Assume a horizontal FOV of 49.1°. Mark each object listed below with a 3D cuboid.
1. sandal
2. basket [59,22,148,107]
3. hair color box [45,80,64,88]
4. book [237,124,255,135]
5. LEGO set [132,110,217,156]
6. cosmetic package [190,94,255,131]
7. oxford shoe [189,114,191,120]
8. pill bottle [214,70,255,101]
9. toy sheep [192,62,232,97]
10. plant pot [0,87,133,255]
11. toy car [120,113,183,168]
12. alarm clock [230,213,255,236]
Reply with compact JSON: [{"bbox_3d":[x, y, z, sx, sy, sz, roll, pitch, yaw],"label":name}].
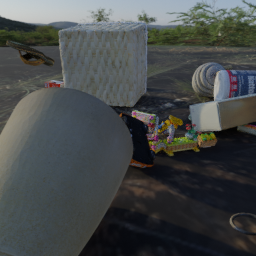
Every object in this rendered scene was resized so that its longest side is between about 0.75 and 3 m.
[{"bbox_3d":[-3.128,-2.292,9.174,0.831,0.559,2.069,23,2,15],"label":"sandal"},{"bbox_3d":[-0.835,-2.519,10.838,2.930,2.957,2.378,3,22,11],"label":"basket"},{"bbox_3d":[-3.477,-2.076,13.470,0.944,0.302,0.523,11,23,31],"label":"hair color box"},{"bbox_3d":[3.527,0.039,7.798,0.508,0.183,0.760,-15,26,-41],"label":"book"},{"bbox_3d":[0.908,0.030,6.713,2.433,0.905,1.119,5,20,15],"label":"LEGO set"},{"bbox_3d":[2.918,-0.463,7.940,2.113,0.751,1.112,-12,5,-27],"label":"cosmetic package"},{"bbox_3d":[2.129,-0.310,8.648,0.276,0.359,0.955,39,5,-13],"label":"oxford shoe"},{"bbox_3d":[4.353,-1.371,9.976,2.246,1.343,1.343,0,20,1],"label":"pill bottle"},{"bbox_3d":[3.421,-1.989,11.462,1.548,1.548,2.245,-2,-10,-5],"label":"toy sheep"},{"bbox_3d":[-1.042,0.825,3.539,1.923,1.923,2.053,4,38,10],"label":"plant pot"},{"bbox_3d":[0.520,0.390,6.561,0.849,1.252,2.552,-38,-25,33],"label":"toy car"},{"bbox_3d":[2.407,1.387,3.285,2.317,0.771,1.563,8,21,29],"label":"alarm clock"}]
